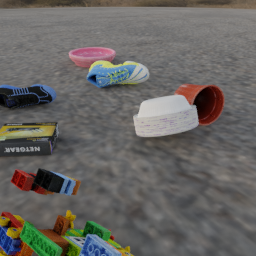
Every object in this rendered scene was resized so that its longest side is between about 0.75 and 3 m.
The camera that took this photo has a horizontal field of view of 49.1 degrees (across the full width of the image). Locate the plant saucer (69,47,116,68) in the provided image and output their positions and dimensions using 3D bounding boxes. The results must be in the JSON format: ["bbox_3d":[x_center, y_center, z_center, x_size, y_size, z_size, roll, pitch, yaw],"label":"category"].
[{"bbox_3d":[-1.742,-3.485,13.837,2.277,0.577,2.277,1,29,0],"label":"plant saucer"}]

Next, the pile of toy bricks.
[{"bbox_3d":[-0.652,1.576,3.810,2.804,1.556,1.384,14,-9,45],"label":"pile of toy bricks"}]

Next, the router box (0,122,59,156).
[{"bbox_3d":[-2.518,0.253,6.978,1.395,0.364,1.097,-2,27,-3],"label":"router box"}]

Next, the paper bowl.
[{"bbox_3d":[0.933,-0.350,7.108,1.606,0.835,1.606,-9,8,1],"label":"paper bowl"}]

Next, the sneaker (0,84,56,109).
[{"bbox_3d":[-3.386,-0.942,9.008,2.063,0.723,0.804,1,37,8],"label":"sneaker"}]

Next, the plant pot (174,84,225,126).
[{"bbox_3d":[2.004,-0.790,8.296,1.172,1.172,1.140,-12,22,-22],"label":"plant pot"}]

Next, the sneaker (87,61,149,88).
[{"bbox_3d":[-0.479,-1.916,10.758,2.464,0.933,1.294,8,43,24],"label":"sneaker"}]
